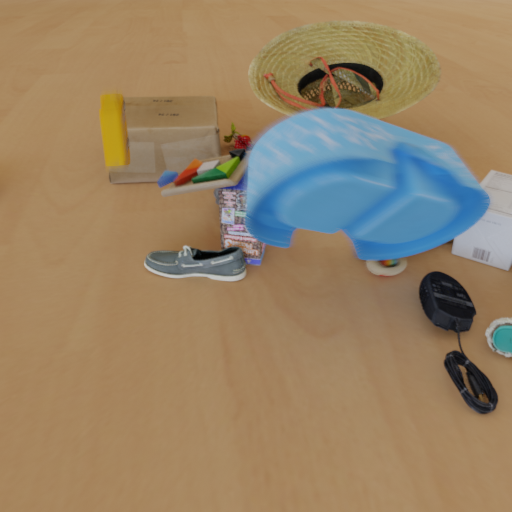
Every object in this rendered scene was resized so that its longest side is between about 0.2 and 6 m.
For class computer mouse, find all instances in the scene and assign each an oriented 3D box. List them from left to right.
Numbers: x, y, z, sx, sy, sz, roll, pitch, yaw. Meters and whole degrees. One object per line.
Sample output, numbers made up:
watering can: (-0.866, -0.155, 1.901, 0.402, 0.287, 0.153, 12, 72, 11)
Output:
computer mouse: (2.825, 1.176, 8.021, 0.774, 0.450, 2.642, 18, 37, -8)

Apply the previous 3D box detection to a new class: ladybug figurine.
ladybug figurine: (2.220, 0.141, 9.590, 0.763, 0.274, 0.518, -3, 55, -18)

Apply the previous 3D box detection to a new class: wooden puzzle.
wooden puzzle: (-0.749, -1.492, 9.703, 2.421, 0.283, 1.633, -9, 26, 19)

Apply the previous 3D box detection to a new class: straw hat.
straw hat: (2.084, -3.921, 14.213, 4.778, 2.022, 4.778, -2, 48, 2)

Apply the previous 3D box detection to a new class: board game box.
board game box: (-0.178, -0.764, 9.959, 0.708, 1.461, 1.165, 5, 33, 8)

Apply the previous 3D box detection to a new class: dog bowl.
dog bowl: (1.593, -0.954, 8.186, 3.976, 2.216, 0.986, 8, 58, -34)

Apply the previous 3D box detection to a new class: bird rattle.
bird rattle: (-0.342, -2.988, 14.286, 0.785, 0.542, 0.963, 7, 22, -46)

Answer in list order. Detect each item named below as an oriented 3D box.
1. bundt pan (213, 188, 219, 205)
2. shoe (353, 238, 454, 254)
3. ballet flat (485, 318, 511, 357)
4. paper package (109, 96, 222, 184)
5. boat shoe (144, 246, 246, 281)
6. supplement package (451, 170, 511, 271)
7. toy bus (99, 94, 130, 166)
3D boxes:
bundt pan: (0.038, -1.466, 11.430, 1.801, 0.676, 1.801, 4, 40, -4)
shoe: (2.785, -0.467, 10.300, 2.241, 0.598, 0.784, -13, 35, -19)
ballet flat: (4.226, 1.196, 7.732, 1.988, 0.713, 0.713, 13, 35, 19)
paper package: (-2.139, -2.818, 13.280, 2.593, 1.341, 2.471, -3, 33, -3)
boat shoe: (-1.051, 0.024, 9.580, 1.789, 0.553, 0.651, 6, 33, 9)
supplement package: (4.467, -0.706, 10.286, 1.049, 1.011, 1.845, 21, 38, 29)
toy bus: (-2.256, -1.999, 8.904, 0.359, 1.103, 0.432, -4, 12, -1)
